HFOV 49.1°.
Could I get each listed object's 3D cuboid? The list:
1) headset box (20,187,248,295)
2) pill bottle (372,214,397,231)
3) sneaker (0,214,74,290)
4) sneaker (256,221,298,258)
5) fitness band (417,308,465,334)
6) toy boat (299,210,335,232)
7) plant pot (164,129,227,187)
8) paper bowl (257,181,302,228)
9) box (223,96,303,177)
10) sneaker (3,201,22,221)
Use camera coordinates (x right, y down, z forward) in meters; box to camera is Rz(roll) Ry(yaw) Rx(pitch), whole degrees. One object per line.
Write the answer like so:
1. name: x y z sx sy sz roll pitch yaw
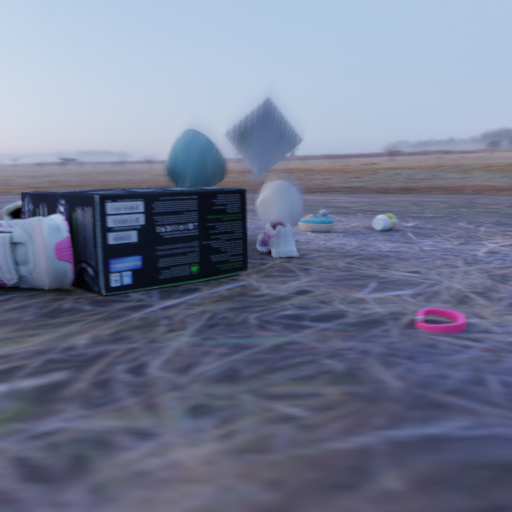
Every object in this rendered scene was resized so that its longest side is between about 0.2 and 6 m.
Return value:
1. headset box: -1.936 -0.383 8.559 2.446 1.303 2.809 -8 11 -42
2. pill bottle: 3.552 -0.924 15.536 0.454 0.454 0.805 6 11 36
3. sneaker: -3.255 0.024 7.289 2.475 1.007 1.092 -4 4 42
4. sneaker: 0.420 -0.372 10.846 0.605 0.656 1.487 -3 8 -20
5. fitness band: 1.842 0.641 5.584 0.458 0.119 0.638 3 10 19
6. toy boat: 1.723 -0.962 15.429 1.008 0.557 1.200 3 9 21
7. plant pot: -1.188 -1.629 10.186 1.113 1.113 0.746 9 46 49
8. paper bowl: 0.406 -0.991 11.272 0.521 1.002 1.002 -18 18 -39
9. box: 0.124 -2.120 10.218 1.041 0.938 1.850 -39 7 5
10. sneaker: -5.604 -1.067 14.954 2.569 1.045 1.133 -7 7 15
